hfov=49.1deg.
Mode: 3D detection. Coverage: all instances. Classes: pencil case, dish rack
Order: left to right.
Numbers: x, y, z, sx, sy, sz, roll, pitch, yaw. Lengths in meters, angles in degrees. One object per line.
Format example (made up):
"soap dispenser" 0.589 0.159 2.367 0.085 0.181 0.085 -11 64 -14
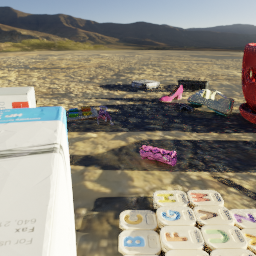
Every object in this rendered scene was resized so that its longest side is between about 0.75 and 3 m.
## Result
"pencil case" 0.707 0.651 6.686 0.887 0.403 0.416 8 21 29
"dish rack" 3.622 -2.466 15.402 1.628 0.579 2.122 6 20 15

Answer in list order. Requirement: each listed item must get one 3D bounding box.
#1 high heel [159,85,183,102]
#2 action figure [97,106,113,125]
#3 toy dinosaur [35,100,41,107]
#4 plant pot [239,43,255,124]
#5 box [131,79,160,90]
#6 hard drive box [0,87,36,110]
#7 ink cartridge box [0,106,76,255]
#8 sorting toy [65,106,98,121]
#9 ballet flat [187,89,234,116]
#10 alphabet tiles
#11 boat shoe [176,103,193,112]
"high heel" 1.941 -1.559 12.621 1.379 0.662 0.464 -11 22 -29
"action figure" -0.753 -0.418 9.503 0.559 0.622 0.835 5 5 -4
"toy dinosaur" -3.766 -0.549 9.408 0.732 1.287 2.423 32 28 30
"plant pot" 5.224 -1.430 9.283 2.848 2.593 2.848 -1 19 0
"box" 0.976 -2.472 15.780 1.036 0.316 1.308 -14 23 -35
"hard drive box" -3.447 -0.168 7.137 2.086 1.626 0.801 -3 20 -7
"ink cartridge box" -1.080 1.171 2.544 1.218 2.078 2.837 -3 19 -9
"sorting toy" -1.770 -0.565 10.407 1.291 0.235 1.195 -4 19 -12
"ballet flat" 3.270 -1.142 11.196 0.836 0.836 2.407 -9 22 -25
"alphabet tiles" 1.093 1.641 4.119 2.458 0.183 2.513 0 20 0
"boat shoe" 2.156 -0.787 10.995 0.242 0.280 0.771 -14 28 -42
